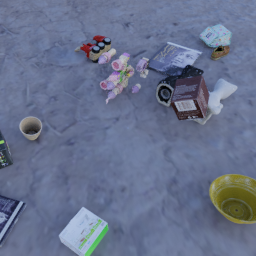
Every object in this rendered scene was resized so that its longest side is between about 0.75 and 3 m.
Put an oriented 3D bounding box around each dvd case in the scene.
[{"bbox_3d":[2.451,-3.677,14.956,2.083,0.224,2.801,26,52,22],"label":"dvd case"},{"bbox_3d":[-4.497,2.796,8.958,1.976,0.158,1.469,12,48,11],"label":"dvd case"}]

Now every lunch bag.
[{"bbox_3d":[4.942,-5.184,15.932,1.433,0.874,1.220,-17,48,-8],"label":"lunch bag"}]

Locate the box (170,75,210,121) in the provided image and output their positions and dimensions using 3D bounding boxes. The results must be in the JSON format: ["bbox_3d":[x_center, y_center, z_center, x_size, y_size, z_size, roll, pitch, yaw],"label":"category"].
[{"bbox_3d":[2.361,-1.112,10.564,1.064,1.053,1.283,-4,48,33],"label":"box"}]

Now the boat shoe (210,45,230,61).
[{"bbox_3d":[5.101,-4.198,15.232,0.555,0.524,1.543,34,55,27],"label":"boat shoe"}]

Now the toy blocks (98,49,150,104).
[{"bbox_3d":[-0.392,-2.209,12.448,2.058,1.923,1.732,22,44,16],"label":"toy blocks"}]

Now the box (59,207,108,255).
[{"bbox_3d":[-1.313,3.126,8.385,0.982,0.538,1.113,25,52,22],"label":"box"}]

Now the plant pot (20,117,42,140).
[{"bbox_3d":[-3.762,0.121,10.929,0.803,0.857,0.803,7,60,-12],"label":"plant pot"}]

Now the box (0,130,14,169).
[{"bbox_3d":[-5.148,0.945,10.145,1.534,0.953,1.139,-23,51,-19],"label":"box"}]

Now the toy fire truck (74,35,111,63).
[{"bbox_3d":[-1.994,-4.404,15.217,1.753,1.128,1.543,32,54,13],"label":"toy fire truck"}]

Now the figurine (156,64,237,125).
[{"bbox_3d":[3.176,-1.743,12.524,2.866,1.234,2.796,31,50,23],"label":"figurine"}]

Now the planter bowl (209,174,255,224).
[{"bbox_3d":[3.481,2.389,8.818,1.893,0.788,1.893,-2,37,1],"label":"planter bowl"}]
